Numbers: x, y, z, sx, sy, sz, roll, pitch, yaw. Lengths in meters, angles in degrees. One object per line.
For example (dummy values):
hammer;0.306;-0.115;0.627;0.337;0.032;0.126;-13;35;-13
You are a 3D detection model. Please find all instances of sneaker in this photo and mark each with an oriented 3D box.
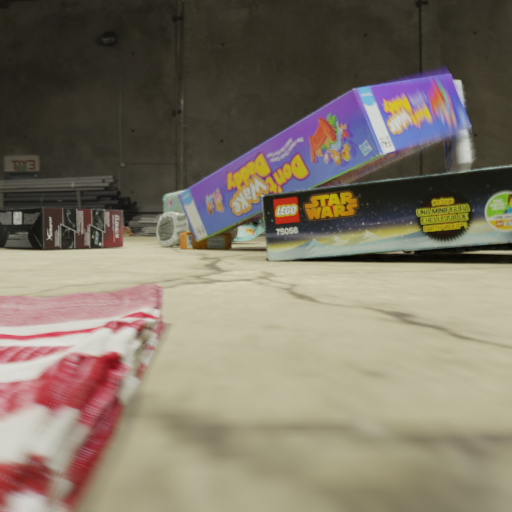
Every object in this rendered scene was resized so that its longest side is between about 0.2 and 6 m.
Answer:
sneaker;-1.116;-0.623;12.554;1.240;0.972;2.496;3;1;-43

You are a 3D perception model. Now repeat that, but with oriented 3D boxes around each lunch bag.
lunch bag;-1.225;-1.163;16.875;2.699;1.646;2.299;4;-1;-27

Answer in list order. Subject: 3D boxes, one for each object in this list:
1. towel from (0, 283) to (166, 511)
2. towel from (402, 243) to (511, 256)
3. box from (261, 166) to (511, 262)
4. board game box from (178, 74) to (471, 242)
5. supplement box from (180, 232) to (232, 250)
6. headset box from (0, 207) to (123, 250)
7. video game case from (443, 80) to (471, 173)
towel;-0.798;0.217;1.190;1.101;0.174;1.529;-1;3;-5
towel;3.271;-0.160;8.365;1.771;0.306;1.705;-1;6;38
box;2.612;-0.635;7.309;4.450;0.888;3.047;-5;3;16
board game box;1.070;-1.675;10.100;2.997;0.998;4.457;-23;1;-43
supplement box;-1.020;-0.301;11.394;1.024;0.352;0.341;4;10;11
headset box;-3.984;-0.564;11.691;1.641;0.852;2.205;2;2;33
video game case;3.728;-2.067;10.484;0.176;1.958;1.402;0;-30;10
